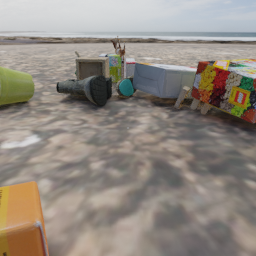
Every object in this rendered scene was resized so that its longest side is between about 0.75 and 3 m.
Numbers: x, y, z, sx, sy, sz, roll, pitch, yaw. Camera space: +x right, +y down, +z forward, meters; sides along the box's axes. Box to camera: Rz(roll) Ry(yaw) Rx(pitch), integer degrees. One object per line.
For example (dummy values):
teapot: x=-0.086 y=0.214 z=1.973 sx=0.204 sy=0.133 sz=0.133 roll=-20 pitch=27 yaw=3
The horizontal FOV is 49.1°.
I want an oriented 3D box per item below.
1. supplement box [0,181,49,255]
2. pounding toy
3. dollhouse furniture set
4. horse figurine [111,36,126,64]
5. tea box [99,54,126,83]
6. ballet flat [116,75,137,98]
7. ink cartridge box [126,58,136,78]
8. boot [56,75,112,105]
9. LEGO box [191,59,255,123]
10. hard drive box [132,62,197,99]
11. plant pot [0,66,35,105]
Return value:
supplement box: x=-2.051 y=1.227 z=2.390 sx=2.614 sy=0.899 sz=0.870 roll=-10 pitch=20 yaw=-19
pounding toy: x=-1.577 y=-2.425 z=11.657 sx=1.555 sy=1.432 sz=1.106 roll=3 pitch=20 yaw=7
dollhouse furniture set: x=2.036 y=-0.752 z=8.595 sx=1.008 sy=0.656 sz=0.926 roll=28 pitch=28 yaw=13
horse figurine: x=-0.337 y=-3.109 z=10.984 sx=0.316 sy=0.838 sz=1.264 roll=-15 pitch=34 yaw=-16
tea box: x=-0.697 y=-2.765 z=12.938 sx=1.181 sy=1.201 sz=0.802 roll=2 pitch=20 yaw=5
ballet flat: x=0.017 y=-1.588 z=10.479 sx=0.780 sy=0.703 sz=2.072 roll=-8 pitch=20 yaw=39
ink cartridge box: x=-0.321 y=-3.094 z=14.436 sx=1.409 sy=0.800 sz=1.933 roll=0 pitch=20 yaw=-1
boot: x=-1.580 y=-1.280 z=9.389 sx=1.801 sy=0.933 sz=2.757 roll=0 pitch=10 yaw=5
LEGO box: x=3.494 y=-1.178 z=7.858 sx=2.737 sy=1.056 sz=2.038 roll=-12 pitch=31 yaw=-36
hard drive box: x=1.704 y=-1.669 z=9.875 sx=2.474 sy=0.950 sz=1.928 roll=-2 pitch=18 yaw=-29
plant pot: x=-3.860 y=-1.356 z=9.082 sx=1.449 sy=1.449 sz=1.332 roll=16 pitch=14 yaw=37
